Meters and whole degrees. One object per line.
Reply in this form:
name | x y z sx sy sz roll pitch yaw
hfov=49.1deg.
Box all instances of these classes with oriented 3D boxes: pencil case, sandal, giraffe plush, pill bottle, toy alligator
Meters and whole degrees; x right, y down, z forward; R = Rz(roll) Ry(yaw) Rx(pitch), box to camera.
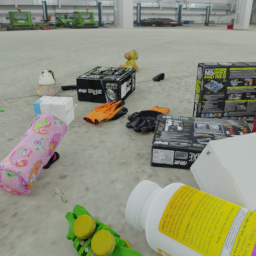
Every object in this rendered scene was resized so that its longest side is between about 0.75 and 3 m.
pencil case | -2.260 0.524 6.681 0.945 0.945 2.162 5 40 12
sandal | -2.054 0.813 7.470 0.295 0.177 0.785 4 24 10
giraffe plush | 0.200 -4.172 17.292 1.541 1.249 1.330 -22 32 -39
pill bottle | 1.115 1.614 4.425 2.309 1.204 1.204 18 30 33
toy alligator | -0.715 1.815 4.740 2.401 0.712 0.651 23 73 41

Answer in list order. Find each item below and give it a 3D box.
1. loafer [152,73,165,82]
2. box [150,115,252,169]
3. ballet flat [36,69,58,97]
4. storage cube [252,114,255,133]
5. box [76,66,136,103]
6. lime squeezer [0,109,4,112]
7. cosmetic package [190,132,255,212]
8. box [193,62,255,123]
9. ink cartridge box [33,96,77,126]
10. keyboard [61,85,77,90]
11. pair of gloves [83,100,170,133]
loafer | 1.699 -2.812 15.357 0.381 0.384 1.055 10 24 31
box | 2.059 0.372 7.835 2.698 0.671 2.128 4 24 9
ballet flat | -3.876 -2.217 13.288 0.970 0.959 2.851 -7 25 -15
storage cube | 4.912 -0.420 8.155 1.784 1.876 2.087 22 33 40
box | -0.905 -1.991 12.654 1.994 1.048 2.435 7 25 15
lime squeezer | -5.614 -0.980 11.319 0.619 0.330 1.752 -18 29 -35
cosmetic package | 2.828 0.869 5.566 2.683 1.138 1.444 -9 57 -18
box | 3.622 -1.183 9.607 2.583 2.069 0.572 -3 23 -5
ink cartridge box | -2.489 -0.591 9.823 1.296 0.812 0.833 4 24 9
keyboard | -2.598 -2.010 13.821 1.305 0.167 0.784 -11 20 -21
pair of gloves | -0.003 -0.451 10.129 2.692 0.333 2.399 13 27 21
